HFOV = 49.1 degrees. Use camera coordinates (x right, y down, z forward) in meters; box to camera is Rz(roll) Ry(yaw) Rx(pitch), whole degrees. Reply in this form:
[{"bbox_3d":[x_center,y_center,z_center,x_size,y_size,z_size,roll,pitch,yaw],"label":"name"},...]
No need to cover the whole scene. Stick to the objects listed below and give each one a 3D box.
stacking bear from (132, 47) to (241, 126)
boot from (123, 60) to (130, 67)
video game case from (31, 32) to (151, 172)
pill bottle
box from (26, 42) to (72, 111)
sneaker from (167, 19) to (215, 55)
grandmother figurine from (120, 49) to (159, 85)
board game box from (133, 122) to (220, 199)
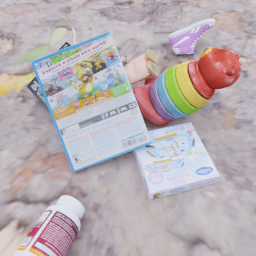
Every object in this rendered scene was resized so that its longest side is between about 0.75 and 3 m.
[{"bbox_3d":[1.594,-1.134,7.162,1.444,2.540,1.542,55,40,-10],"label":"stacking bear"},{"bbox_3d":[-0.679,-1.998,9.371,1.863,0.631,1.217,23,46,13],"label":"boot"},{"bbox_3d":[-0.900,-0.632,6.973,2.100,0.261,2.935,-21,91,1],"label":"video game case"},{"bbox_3d":[-1.493,2.133,5.638,0.838,0.838,1.484,18,43,14],"label":"pill bottle"},{"bbox_3d":[-1.619,-1.173,8.065,2.315,0.504,1.855,41,90,27],"label":"box"},{"bbox_3d":[2.376,-3.154,9.983,1.733,0.628,0.988,-22,92,9],"label":"sneaker"},{"bbox_3d":[-0.186,-1.379,8.087,2.252,0.682,1.366,-19,52,34],"label":"grandmother figurine"},{"bbox_3d":[1.118,0.764,7.139,1.774,0.365,1.770,-11,51,-9],"label":"board game box"}]
